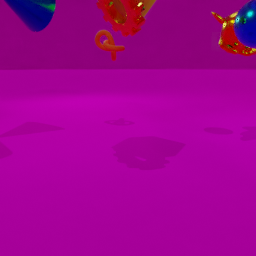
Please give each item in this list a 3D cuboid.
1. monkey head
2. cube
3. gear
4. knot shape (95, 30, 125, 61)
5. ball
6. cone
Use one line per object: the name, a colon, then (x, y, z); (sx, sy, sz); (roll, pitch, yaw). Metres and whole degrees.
monkey head: (3.090, -2.641, 7.689); (1.928, 1.162, 1.387); (7, 23, -2)
cube: (-0.028, -3.324, 6.943); (1.004, 1.004, 1.004); (11, 61, 44)
gear: (-0.196, -2.701, 6.206); (0.251, 1.359, 1.359); (-43, 31, -19)
knot shape: (-0.534, -2.624, 9.031); (1.066, 0.492, 0.997); (46, -7, -40)
ball: (2.950, -2.351, 6.295); (1.076, 1.076, 1.076); (0, 13, 0)
cone: (-3.280, -3.863, 8.318); (1.571, 1.571, 1.576); (8, 5, 32)
